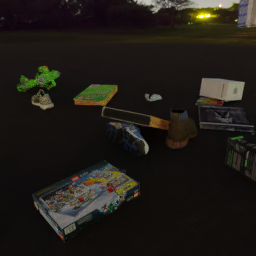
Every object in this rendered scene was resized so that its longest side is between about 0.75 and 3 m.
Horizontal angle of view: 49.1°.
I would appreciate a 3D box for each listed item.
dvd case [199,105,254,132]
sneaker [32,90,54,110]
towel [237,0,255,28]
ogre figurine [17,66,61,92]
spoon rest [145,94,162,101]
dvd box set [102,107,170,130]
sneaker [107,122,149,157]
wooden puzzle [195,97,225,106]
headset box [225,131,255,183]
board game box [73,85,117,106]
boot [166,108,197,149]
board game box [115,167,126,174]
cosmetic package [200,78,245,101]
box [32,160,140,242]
[{"bbox_3d":[3.664,-0.414,10.765,1.809,0.194,2.433,4,22,11],"label":"dvd case"},{"bbox_3d":[-3.807,-1.370,12.448,0.660,0.761,1.718,-17,27,-37],"label":"sneaker"},{"bbox_3d":[3.283,-2.922,6.804,1.195,0.878,0.142,8,6,39],"label":"towel"},{"bbox_3d":[-4.739,-2.673,15.392,1.514,1.239,2.525,-10,0,25],"label":"ogre figurine"},{"bbox_3d":[1.199,-1.454,13.423,0.529,0.323,1.064,21,16,40],"label":"spoon rest"},{"bbox_3d":[0.377,-0.280,9.058,1.620,0.326,2.214,13,2,23],"label":"dvd box set"},{"bbox_3d":[0.085,0.204,8.360,0.785,0.771,2.038,-14,26,-24],"label":"sneaker"},{"bbox_3d":[3.792,-1.203,12.891,1.111,0.132,1.873,10,23,25],"label":"wooden puzzle"},{"bbox_3d":[3.541,0.727,6.958,1.520,0.810,1.746,-9,23,-22],"label":"headset box"},{"bbox_3d":[-1.504,-1.620,13.599,1.433,0.450,3.000,3,19,9],"label":"board game box"},{"bbox_3d":[1.818,-0.231,9.051,0.834,1.082,2.233,8,23,21],"label":"boot"},{"bbox_3d":[-0.598,1.204,6.655,0.655,0.176,1.092,7,22,29],"label":"board game box"},{"bbox_3d":[4.427,-1.838,13.231,1.422,0.877,1.426,-7,20,-39],"label":"cosmetic package"},{"bbox_3d":[-0.821,1.361,5.683,1.796,0.338,1.227,-22,32,-34],"label":"box"}]
